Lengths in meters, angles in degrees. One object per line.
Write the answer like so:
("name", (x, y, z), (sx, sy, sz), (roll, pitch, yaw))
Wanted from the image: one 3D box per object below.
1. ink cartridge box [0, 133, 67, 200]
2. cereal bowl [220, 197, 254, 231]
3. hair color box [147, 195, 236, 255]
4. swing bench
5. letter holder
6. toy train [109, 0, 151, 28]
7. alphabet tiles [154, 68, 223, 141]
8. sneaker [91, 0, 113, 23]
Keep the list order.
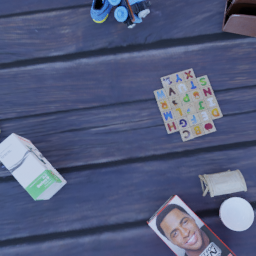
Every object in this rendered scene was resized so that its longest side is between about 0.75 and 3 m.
("ink cartridge box", (-3.260, 1.330, 9.464), (0.913, 1.586, 2.173), (-43, 81, -8))
("cereal bowl", (3.695, 2.959, 9.674), (1.119, 0.466, 1.119), (0, 75, 0))
("hair color box", (2.074, 3.704, 9.336), (1.391, 0.839, 2.740), (-44, 81, -8))
("swing bench", (3.182, 1.867, 9.554), (1.180, 1.186, 0.770), (-9, 78, -2))
("letter holder", (5.267, -4.507, 10.526), (2.731, 1.941, 1.373), (11, 78, 2))
("toy train", (-0.012, -5.126, 10.659), (1.372, 1.041, 2.402), (-17, 100, 28))
("alphabet tiles", (2.288, -0.922, 10.709), (2.194, 0.083, 2.636), (-17, 79, -4))
("sneaker", (-0.889, -5.347, 11.273), (0.728, 0.866, 2.208), (20, 77, 6))
